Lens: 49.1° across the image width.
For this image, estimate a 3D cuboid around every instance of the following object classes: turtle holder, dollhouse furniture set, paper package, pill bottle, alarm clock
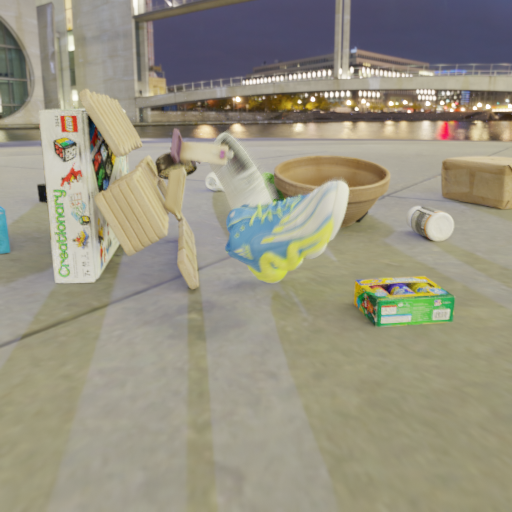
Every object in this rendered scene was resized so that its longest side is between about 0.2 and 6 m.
[{"bbox_3d":[0.249,-1.457,13.811,1.089,1.166,1.534,-25,18,25],"label":"turtle holder"},{"bbox_3d":[-0.941,-1.271,9.619,1.004,1.415,1.121,7,-7,1],"label":"dollhouse furniture set"},{"bbox_3d":[7.135,-2.219,16.437,2.308,1.253,2.421,-7,16,-23],"label":"paper package"},{"bbox_3d":[3.710,-0.723,12.070,0.631,0.631,1.085,-3,16,-11],"label":"pill bottle"},{"bbox_3d":[-1.537,-1.722,10.792,0.761,0.375,1.128,-13,-13,-5],"label":"alarm clock"}]

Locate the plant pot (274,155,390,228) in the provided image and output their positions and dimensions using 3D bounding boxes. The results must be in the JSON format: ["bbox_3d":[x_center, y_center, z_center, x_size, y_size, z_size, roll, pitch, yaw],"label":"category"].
[{"bbox_3d":[1.747,-1.438,13.187,2.663,1.229,2.663,0,25,0],"label":"plant pot"}]

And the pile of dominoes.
[{"bbox_3d":[-2.062,-1.158,9.638,0.659,3.225,4.137,-28,16,0],"label":"pile of dominoes"}]

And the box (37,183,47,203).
[{"bbox_3d":[-5.530,-1.889,16.530,1.439,0.567,1.016,6,19,21],"label":"box"}]

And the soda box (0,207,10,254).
[{"bbox_3d":[-5.986,-0.370,10.267,2.586,0.877,0.830,-9,18,-32],"label":"soda box"}]

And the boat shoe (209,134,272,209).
[{"bbox_3d":[-0.195,-1.382,10.411,0.737,2.047,0.701,-20,-17,-20],"label":"boat shoe"}]

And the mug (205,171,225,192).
[{"bbox_3d":[-1.200,-2.404,18.440,0.938,0.693,0.822,37,29,11],"label":"mug"}]

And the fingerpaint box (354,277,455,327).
[{"bbox_3d":[1.986,0.597,7.623,1.078,0.395,0.899,-2,15,-8],"label":"fingerpaint box"}]

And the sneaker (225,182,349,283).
[{"bbox_3d":[0.276,-0.401,8.048,1.250,2.379,0.901,23,50,-15],"label":"sneaker"}]

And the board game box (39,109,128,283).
[{"bbox_3d":[-3.043,-1.399,10.594,0.738,2.692,4.265,-1,15,-5],"label":"board game box"}]

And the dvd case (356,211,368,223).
[{"bbox_3d":[1.898,-1.097,14.391,1.770,0.155,1.263,6,17,19],"label":"dvd case"}]
